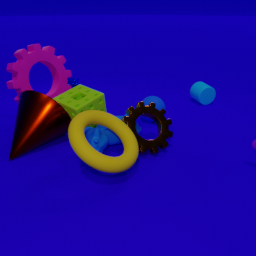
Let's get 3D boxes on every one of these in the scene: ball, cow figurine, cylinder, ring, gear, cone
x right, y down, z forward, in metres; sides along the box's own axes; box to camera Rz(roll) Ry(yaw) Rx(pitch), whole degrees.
[{"bbox_3d":[0.787,-0.622,9.016,0.814,0.814,0.814,0,24,0],"label":"ball"},{"bbox_3d":[-0.428,0.164,7.326,1.671,0.917,1.644,-6,21,-9],"label":"cow figurine"},{"bbox_3d":[2.872,-1.341,10.776,0.714,0.714,0.714,-7,28,-15],"label":"cylinder"},{"bbox_3d":[-0.507,0.259,6.142,1.661,0.332,1.661,22,39,-19],"label":"ring"},{"bbox_3d":[0.489,-0.003,7.235,1.370,1.370,0.253,-10,-14,-21],"label":"gear"},{"bbox_3d":[-2.672,-1.511,8.644,0.376,2.035,2.035,5,22,41],"label":"gear"},{"bbox_3d":[-2.601,0.185,7.347,1.673,1.673,1.680,11,53,23],"label":"cone"}]

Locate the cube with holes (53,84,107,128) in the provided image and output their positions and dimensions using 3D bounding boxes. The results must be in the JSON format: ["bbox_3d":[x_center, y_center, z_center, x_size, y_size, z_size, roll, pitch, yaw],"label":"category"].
[{"bbox_3d":[-1.364,-0.482,8.189,1.039,1.039,1.039,24,46,34],"label":"cube with holes"}]

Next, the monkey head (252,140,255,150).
[{"bbox_3d":[3.424,0.660,5.789,0.957,1.143,1.589,-3,40,-29],"label":"monkey head"}]

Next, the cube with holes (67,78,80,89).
[{"bbox_3d":[-2.299,-1.356,10.669,0.872,0.872,0.872,-2,24,-3],"label":"cube with holes"}]
